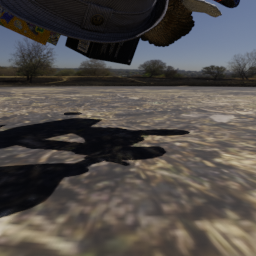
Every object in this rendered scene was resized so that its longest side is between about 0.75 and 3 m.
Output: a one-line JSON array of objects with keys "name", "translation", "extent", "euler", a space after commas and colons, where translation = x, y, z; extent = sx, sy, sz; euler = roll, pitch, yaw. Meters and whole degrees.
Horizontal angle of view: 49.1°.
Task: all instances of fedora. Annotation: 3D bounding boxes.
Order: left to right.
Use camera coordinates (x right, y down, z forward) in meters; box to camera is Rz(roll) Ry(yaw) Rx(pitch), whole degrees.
[{"name": "fedora", "translation": [-0.535, -2.597, 4.032], "extent": [2.923, 2.585, 1.320], "euler": [13, -29, -17]}]

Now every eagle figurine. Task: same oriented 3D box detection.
[{"name": "eagle figurine", "translation": [0.651, -2.872, 6.444], "extent": [2.811, 2.132, 2.121], "euler": [-36, 20, 36]}]

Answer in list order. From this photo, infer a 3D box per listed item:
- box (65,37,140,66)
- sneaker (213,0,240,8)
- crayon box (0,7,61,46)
[{"name": "box", "translation": [-0.373, -3.454, 8.085], "extent": [1.150, 2.916, 2.058], "euler": [33, 22, 30]}, {"name": "sneaker", "translation": [2.152, -3.879, 7.824], "extent": [2.060, 0.808, 0.776], "euler": [34, -15, 11]}, {"name": "crayon box", "translation": [-2.707, -3.358, 7.158], "extent": [2.750, 1.729, 0.709], "euler": [18, 20, -35]}]
